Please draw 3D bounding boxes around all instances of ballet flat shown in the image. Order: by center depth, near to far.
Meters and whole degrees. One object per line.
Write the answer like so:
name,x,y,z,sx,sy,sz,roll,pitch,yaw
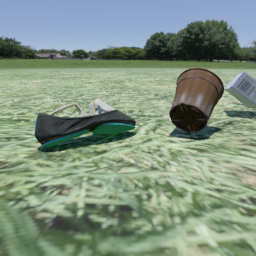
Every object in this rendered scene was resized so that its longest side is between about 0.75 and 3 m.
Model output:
ballet flat,-0.949,-0.219,6.790,2.633,0.900,0.895,-10,-11,-36

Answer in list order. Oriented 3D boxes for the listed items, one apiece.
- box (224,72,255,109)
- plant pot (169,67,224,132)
box,4.142,-1.277,9.725,1.201,0.685,1.306,38,8,2
plant pot,1.763,-0.677,7.461,1.327,1.327,1.314,7,49,26
